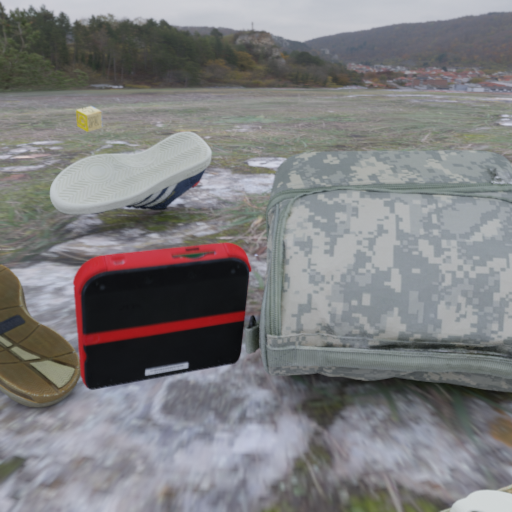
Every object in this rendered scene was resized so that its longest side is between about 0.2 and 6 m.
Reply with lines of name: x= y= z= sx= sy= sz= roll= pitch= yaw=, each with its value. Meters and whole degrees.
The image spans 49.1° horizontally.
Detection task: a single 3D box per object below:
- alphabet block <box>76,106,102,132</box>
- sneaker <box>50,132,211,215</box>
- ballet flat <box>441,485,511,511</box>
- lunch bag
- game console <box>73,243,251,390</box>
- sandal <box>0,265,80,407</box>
alphabet block: x=-3.073 y=-2.522 z=10.321 sx=0.334 sy=0.336 sz=0.342 roll=28 pitch=40 yaw=28
sneaker: x=-2.368 y=-1.301 z=10.956 sx=3.255 sy=1.375 sz=1.220 roll=-22 pitch=67 yaw=-29
ballet flat: x=1.108 y=1.815 z=3.538 sx=1.828 sy=0.570 sz=0.617 roll=-8 pitch=22 yaw=-20
lunch bag: x=1.506 y=0.256 z=5.832 sx=2.988 sy=2.082 sz=2.507 roll=2 pitch=36 yaw=7
game console: x=-0.800 y=0.541 z=4.971 sx=1.517 sy=1.341 sz=0.235 roll=-6 pitch=36 yaw=-20
sandal: x=-2.761 y=0.891 z=6.041 sx=2.509 sy=0.678 sz=1.008 roll=33 pitch=42 yaw=32
